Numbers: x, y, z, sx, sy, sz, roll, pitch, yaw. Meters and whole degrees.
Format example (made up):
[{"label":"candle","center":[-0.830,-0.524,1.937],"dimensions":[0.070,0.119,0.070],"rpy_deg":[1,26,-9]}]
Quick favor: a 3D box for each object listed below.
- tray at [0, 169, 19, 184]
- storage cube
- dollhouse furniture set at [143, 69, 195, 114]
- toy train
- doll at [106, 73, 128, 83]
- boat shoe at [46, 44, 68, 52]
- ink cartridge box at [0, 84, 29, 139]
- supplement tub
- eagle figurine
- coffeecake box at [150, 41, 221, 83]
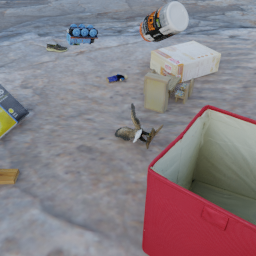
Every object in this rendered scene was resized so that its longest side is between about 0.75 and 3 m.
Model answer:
[{"label":"tray","center":[-3.603,1.359,7.900],"dimensions":[0.923,0.171,0.455],"rpy_deg":[-1,38,0]},{"label":"storage cube","center":[2.054,1.577,5.580],"dimensions":[2.969,2.669,2.538],"rpy_deg":[25,44,27]},{"label":"dollhouse furniture set","center":[1.458,-1.735,10.913],"dimensions":[1.790,1.357,2.042],"rpy_deg":[18,41,22]},{"label":"toy train","center":[-1.654,-3.363,10.168],"dimensions":[1.180,0.674,0.511],"rpy_deg":[-8,49,-28]},{"label":"doll","center":[-0.479,-2.238,12.482],"dimensions":[0.991,0.240,0.676],"rpy_deg":[-12,39,-15]},{"label":"boat shoe","center":[-3.845,-4.348,15.090],"dimensions":[1.156,0.380,0.413],"rpy_deg":[4,38,5]},{"label":"ink cartridge box","center":[-4.629,-0.643,9.299],"dimensions":[0.462,1.965,1.942],"rpy_deg":[-29,20,39]},{"label":"supplement tub","center":[1.185,-3.590,9.695],"dimensions":[1.016,1.016,1.658],"rpy_deg":[-27,13,-30]},{"label":"eagle figurine","center":[0.235,0.016,9.075],"dimensions":[1.449,1.093,1.099],"rpy_deg":[38,61,25]},{"label":"coffeecake box","center":[2.631,-3.113,13.035],"dimensions":[2.546,0.930,1.955],"rpy_deg":[-19,42,-23]}]
